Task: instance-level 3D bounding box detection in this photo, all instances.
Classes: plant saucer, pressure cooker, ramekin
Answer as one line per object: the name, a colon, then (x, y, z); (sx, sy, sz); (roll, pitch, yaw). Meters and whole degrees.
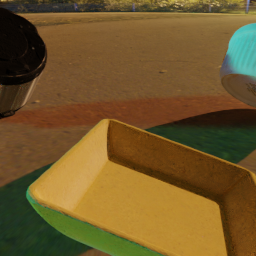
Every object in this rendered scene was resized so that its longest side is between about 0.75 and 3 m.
plant saucer: (0.465, 0.883, 3.504); (2.568, 0.622, 2.567); (20, 20, 6)
pressure cooker: (-3.537, -1.520, 7.463); (2.309, 2.585, 2.273); (51, 51, 0)
ramekin: (3.795, -1.505, 7.702); (2.584, 1.356, 2.584); (30, -6, 3)
